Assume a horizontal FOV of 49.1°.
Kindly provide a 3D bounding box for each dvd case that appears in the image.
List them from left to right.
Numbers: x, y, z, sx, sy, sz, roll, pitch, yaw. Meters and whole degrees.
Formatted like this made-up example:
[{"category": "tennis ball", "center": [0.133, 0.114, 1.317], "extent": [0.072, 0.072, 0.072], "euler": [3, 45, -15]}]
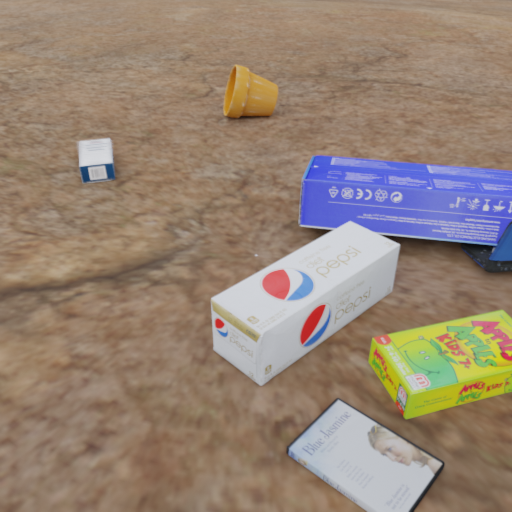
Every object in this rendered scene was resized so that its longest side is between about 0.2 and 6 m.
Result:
[{"category": "dvd case", "center": [1.163, 2.166, 6.009], "extent": [1.391, 0.122, 0.993], "euler": [26, 41, 33]}]

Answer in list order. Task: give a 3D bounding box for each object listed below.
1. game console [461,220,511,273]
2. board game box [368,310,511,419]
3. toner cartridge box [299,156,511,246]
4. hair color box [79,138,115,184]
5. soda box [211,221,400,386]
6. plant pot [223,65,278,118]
[{"category": "game console", "center": [4.403, -0.375, 8.683], "extent": [1.860, 1.101, 1.588], "euler": [-2, 22, -4]}, {"category": "board game box", "center": [2.510, 1.307, 6.987], "extent": [1.926, 0.459, 0.979], "euler": [-10, 35, -14]}, {"category": "toner cartridge box", "center": [2.865, -0.991, 9.720], "extent": [4.041, 0.872, 1.920], "euler": [6, 22, 9]}, {"category": "hair color box", "center": [-3.412, -2.053, 11.999], "extent": [0.687, 0.416, 1.373], "euler": [-8, 35, -12]}, {"category": "soda box", "center": [0.743, 0.539, 7.729], "extent": [2.836, 0.903, 0.966], "euler": [-29, 43, -35]}, {"category": "plant pot", "center": [-0.115, -4.144, 14.505], "extent": [1.184, 1.293, 1.293], "euler": [9, 32, -15]}]
